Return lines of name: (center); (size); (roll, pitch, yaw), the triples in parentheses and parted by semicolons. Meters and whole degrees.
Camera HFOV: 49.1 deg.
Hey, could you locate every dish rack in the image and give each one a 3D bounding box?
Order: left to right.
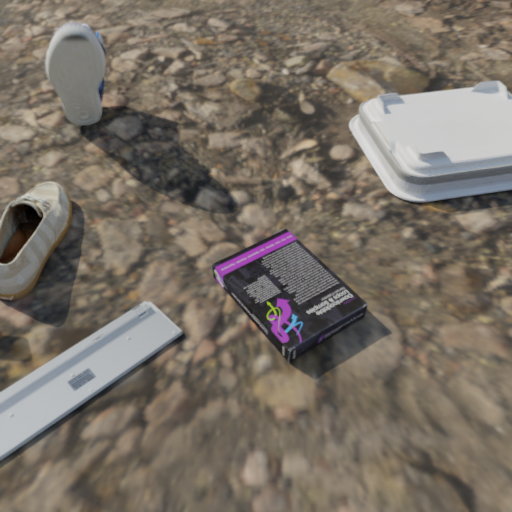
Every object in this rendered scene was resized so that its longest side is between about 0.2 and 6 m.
dish rack: (3.852, -2.371, 10.672); (3.583, 0.780, 3.075); (-9, 46, -8)

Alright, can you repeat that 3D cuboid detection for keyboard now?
keyboard: (-2.284, 1.526, 7.162); (2.818, 0.150, 0.793); (-34, 59, -29)

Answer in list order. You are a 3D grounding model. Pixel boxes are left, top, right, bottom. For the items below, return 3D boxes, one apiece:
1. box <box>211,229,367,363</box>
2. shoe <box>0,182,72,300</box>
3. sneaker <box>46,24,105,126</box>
box: (0.439, 0.493, 8.040); (1.374, 0.347, 1.922); (-26, 49, -23)
shoe: (-3.500, -0.440, 8.745); (0.875, 0.668, 2.503); (0, 45, 0)
sneaker: (-3.428, -3.959, 10.741); (1.040, 2.580, 1.889); (-3, 68, -13)
